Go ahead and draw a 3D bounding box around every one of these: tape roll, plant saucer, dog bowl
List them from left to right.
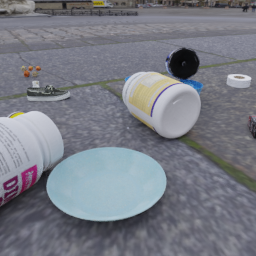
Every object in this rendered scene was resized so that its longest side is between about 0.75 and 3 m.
[{"bbox_3d":[-0.422,1.179,5.758,2.390,0.460,2.390,1,26,0],"label":"plant saucer"},{"bbox_3d":[1.303,-1.412,10.570,2.913,0.722,1.623,8,24,16],"label":"dog bowl"},{"bbox_3d":[4.914,-2.091,12.437,0.997,0.349,0.997,0,27,0],"label":"tape roll"}]

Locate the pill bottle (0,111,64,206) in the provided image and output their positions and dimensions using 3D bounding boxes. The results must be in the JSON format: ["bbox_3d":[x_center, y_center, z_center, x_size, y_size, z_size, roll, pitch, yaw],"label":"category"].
[{"bbox_3d":[-2.704,0.730,5.395,1.589,1.589,2.804,16,30,29],"label":"pill bottle"}]

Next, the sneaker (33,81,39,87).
[{"bbox_3d":[-3.735,-1.679,11.483,0.298,0.468,0.809,-16,32,-32],"label":"sneaker"}]

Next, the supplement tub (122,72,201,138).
[{"bbox_3d":[0.916,-0.789,8.442,1.579,1.579,2.172,-14,30,-25],"label":"supplement tub"}]

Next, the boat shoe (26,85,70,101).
[{"bbox_3d":[-3.063,-1.366,10.782,1.634,0.520,0.578,-4,27,-8],"label":"boat shoe"}]

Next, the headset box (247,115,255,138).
[{"bbox_3d":[4.023,-0.046,8.305,0.724,0.376,0.973,4,28,9],"label":"headset box"}]

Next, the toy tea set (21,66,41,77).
[{"bbox_3d":[-4.673,-2.778,13.582,0.952,0.566,0.352,-2,35,-4],"label":"toy tea set"}]

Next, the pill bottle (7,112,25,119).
[{"bbox_3d":[-2.590,0.128,7.449,1.502,0.821,0.821,22,34,36],"label":"pill bottle"}]

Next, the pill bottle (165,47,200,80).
[{"bbox_3d":[1.977,-2.428,10.554,1.099,1.099,1.965,1,14,3],"label":"pill bottle"}]
